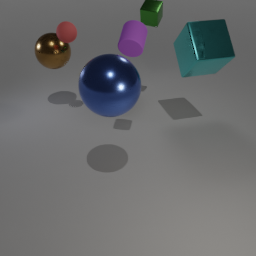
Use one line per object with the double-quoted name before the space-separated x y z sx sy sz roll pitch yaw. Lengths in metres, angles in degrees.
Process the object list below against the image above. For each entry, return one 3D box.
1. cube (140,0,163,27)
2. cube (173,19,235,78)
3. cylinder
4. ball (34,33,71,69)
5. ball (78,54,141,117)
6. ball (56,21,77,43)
"cube" 0.915 -4.449 10.837 0.700 0.700 0.700 16 62 15
"cube" 2.576 -2.718 9.692 1.400 1.400 1.400 -9 -10 -12
"cylinder" 0.131 -2.424 7.624 0.700 0.700 0.700 7 64 12
"ball" -2.963 -3.034 11.074 1.400 1.400 1.400 0 31 0
"ball" -0.402 -0.940 6.267 1.400 1.400 1.400 0 31 0
"ball" -2.085 -3.258 9.533 0.700 0.700 0.700 0 31 0
